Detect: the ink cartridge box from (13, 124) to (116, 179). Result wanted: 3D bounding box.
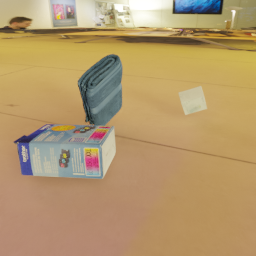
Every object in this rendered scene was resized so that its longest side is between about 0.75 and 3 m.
[{"bbox_3d":[-1.491,0.480,6.506,2.182,0.833,1.488,0,16,8],"label":"ink cartridge box"}]

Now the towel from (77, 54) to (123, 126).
[{"bbox_3d":[-0.712,-0.952,7.834,0.586,2.414,1.348,39,70,17],"label":"towel"}]

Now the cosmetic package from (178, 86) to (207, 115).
[{"bbox_3d":[2.134,-0.892,9.195,0.754,0.751,0.463,-17,55,14],"label":"cosmetic package"}]
